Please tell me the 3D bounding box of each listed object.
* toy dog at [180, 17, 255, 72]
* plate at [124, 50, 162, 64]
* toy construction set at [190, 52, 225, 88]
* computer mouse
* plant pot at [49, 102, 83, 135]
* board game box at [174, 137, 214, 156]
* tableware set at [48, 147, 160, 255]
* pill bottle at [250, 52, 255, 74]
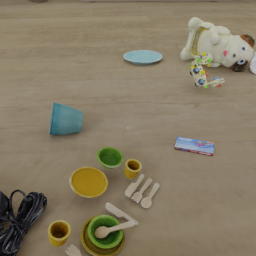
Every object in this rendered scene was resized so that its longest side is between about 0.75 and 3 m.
[{"bbox_3d":[3.776,-3.181,11.385,2.434,1.752,2.510,0,27,-42],"label":"toy dog"},{"bbox_3d":[0.653,-3.064,12.246,1.692,0.216,1.692,-1,32,0],"label":"plate"},{"bbox_3d":[2.580,-1.846,9.344,0.874,0.614,1.334,-22,74,-18],"label":"toy construction set"},{"bbox_3d":[-2.793,1.551,4.680,2.455,0.647,1.700,16,32,2],"label":"computer mouse"},{"bbox_3d":[-1.591,-0.202,7.245,0.791,0.842,0.842,7,30,-17],"label":"plant pot"},{"bbox_3d":[1.621,0.438,6.831,0.914,0.089,0.470,10,35,15],"label":"board game box"},{"bbox_3d":[-0.450,1.217,4.972,1.564,0.356,2.321,30,42,15],"label":"tableware set"},{"bbox_3d":[5.234,-2.651,11.121,0.714,0.714,1.249,12,34,18],"label":"pill bottle"}]
